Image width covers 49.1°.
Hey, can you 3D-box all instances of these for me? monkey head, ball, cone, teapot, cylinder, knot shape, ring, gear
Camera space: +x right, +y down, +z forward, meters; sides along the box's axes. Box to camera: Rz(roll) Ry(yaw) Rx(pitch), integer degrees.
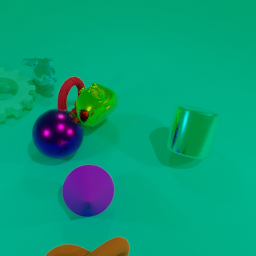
[{"bbox_3d":[-2.765,-1.737,8.764,1.090,0.913,1.515,-6,10,-39],"label":"monkey head"},{"bbox_3d":[-1.704,0.141,6.858,1.236,1.236,1.236,0,44,0],"label":"ball"},{"bbox_3d":[-0.761,1.309,5.435,1.104,1.108,1.104,0,87,-8],"label":"cone"},{"bbox_3d":[-0.928,-0.651,7.521,1.233,1.983,0.971,-41,84,-22],"label":"teapot"},{"bbox_3d":[1.559,0.067,6.778,1.079,1.079,1.079,11,11,-2],"label":"cylinder"},{"bbox_3d":[-0.485,2.087,4.013,1.448,1.355,0.669,27,19,-15],"label":"knot shape"},{"bbox_3d":[-1.564,-0.830,7.876,0.246,1.232,1.232,15,46,19],"label":"ring"},{"bbox_3d":[-3.763,-1.044,8.318,1.916,0.354,1.916,7,50,-8],"label":"gear"}]
